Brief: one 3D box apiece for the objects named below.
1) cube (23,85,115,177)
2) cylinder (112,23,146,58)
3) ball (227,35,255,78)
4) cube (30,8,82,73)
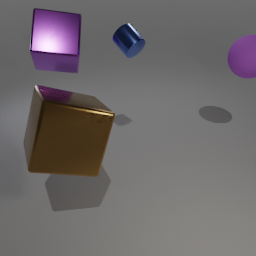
[{"bbox_3d":[-1.287,0.043,5.824,1.400,1.400,1.400,9,16,-27],"label":"cube"},{"bbox_3d":[0.028,-2.514,8.088,0.700,0.700,0.700,-29,75,-38],"label":"cylinder"},{"bbox_3d":[4.029,-2.347,9.249,1.400,1.400,1.400,0,31,0],"label":"ball"},{"bbox_3d":[-2.222,-2.674,8.814,1.400,1.400,1.400,3,-10,-11],"label":"cube"}]
